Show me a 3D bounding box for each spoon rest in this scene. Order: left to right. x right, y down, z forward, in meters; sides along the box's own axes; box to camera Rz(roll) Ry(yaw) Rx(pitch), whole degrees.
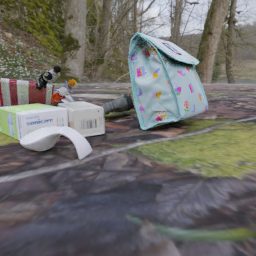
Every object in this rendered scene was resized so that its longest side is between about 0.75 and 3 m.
[{"bbox_3d":[-1.546,0.214,5.870,1.768,0.536,0.878,8,30,34],"label":"spoon rest"}]

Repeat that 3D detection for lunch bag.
[{"bbox_3d":[1.195,-1.552,8.730,1.683,2.761,2.352,-16,-1,36],"label":"lunch bag"}]

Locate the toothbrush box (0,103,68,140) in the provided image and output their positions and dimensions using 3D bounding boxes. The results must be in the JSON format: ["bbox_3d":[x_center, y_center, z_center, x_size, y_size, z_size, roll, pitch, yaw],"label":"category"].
[{"bbox_3d":[-2.622,-0.202,7.659,1.258,0.744,1.728,-13,16,-42],"label":"toothbrush box"}]

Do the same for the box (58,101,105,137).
[{"bbox_3d":[-1.402,-0.307,8.136,0.901,0.738,1.898,-8,13,-22],"label":"box"}]

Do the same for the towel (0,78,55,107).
[{"bbox_3d":[-3.341,-0.952,8.561,2.079,0.237,1.498,6,-36,-15],"label":"towel"}]

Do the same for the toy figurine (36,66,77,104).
[{"bbox_3d":[-1.976,-1.234,7.775,0.631,0.907,0.893,-36,15,35],"label":"toy figurine"}]

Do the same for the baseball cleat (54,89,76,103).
[{"bbox_3d":[-3.320,-1.156,11.074,2.526,0.881,1.344,19,37,3],"label":"baseball cleat"}]

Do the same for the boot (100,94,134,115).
[{"bbox_3d":[-0.576,-0.849,10.756,1.340,0.694,2.051,-16,4,-6],"label":"boot"}]

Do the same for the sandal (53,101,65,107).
[{"bbox_3d":[-2.938,-0.569,9.758,1.990,0.748,0.476,-1,-21,4],"label":"sandal"}]
